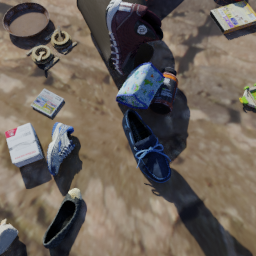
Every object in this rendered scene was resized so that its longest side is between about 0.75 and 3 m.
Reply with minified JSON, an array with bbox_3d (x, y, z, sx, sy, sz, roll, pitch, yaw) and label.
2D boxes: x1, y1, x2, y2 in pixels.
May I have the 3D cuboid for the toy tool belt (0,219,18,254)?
[{"bbox_3d":[-3.424,2.924,7.216,0.674,0.685,1.096,17,59,42],"label":"toy tool belt"}]

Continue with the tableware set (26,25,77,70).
[{"bbox_3d":[-2.755,-2.954,10.004,1.095,0.332,1.656,38,71,16],"label":"tableware set"}]

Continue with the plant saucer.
[{"bbox_3d":[-3.781,-4.009,10.518,1.716,0.296,1.716,0,64,0],"label":"plant saucer"}]

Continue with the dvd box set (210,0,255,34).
[{"bbox_3d":[4.045,-4.232,10.655,1.519,0.223,1.111,-20,67,-9],"label":"dvd box set"}]

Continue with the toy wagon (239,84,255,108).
[{"bbox_3d":[4.123,-1.008,9.181,1.080,0.214,0.838,-18,66,-7],"label":"toy wagon"}]

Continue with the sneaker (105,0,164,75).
[{"bbox_3d":[0.241,-1.991,6.677,1.229,2.129,0.805,11,62,15],"label":"sneaker"}]

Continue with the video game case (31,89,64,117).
[{"bbox_3d":[-2.632,-0.833,9.166,0.814,0.090,0.741,28,68,11],"label":"video game case"}]

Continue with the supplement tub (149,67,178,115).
[{"bbox_3d":[1.177,-1.215,8.968,0.780,0.780,1.458,15,66,7],"label":"supplement tub"}]

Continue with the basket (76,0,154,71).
[{"bbox_3d":[-0.260,-3.508,9.431,2.521,1.901,2.796,-24,70,17],"label":"basket"}]

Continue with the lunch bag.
[{"bbox_3d":[0.282,-1.279,8.742,0.904,1.419,1.207,39,75,-31],"label":"lunch bag"}]

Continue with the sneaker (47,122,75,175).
[{"bbox_3d":[-1.944,0.591,8.237,0.697,0.630,1.636,5,66,-2],"label":"sneaker"}]

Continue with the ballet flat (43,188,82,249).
[{"bbox_3d":[-1.700,2.398,7.464,0.557,0.476,1.677,21,67,9],"label":"ballet flat"}]

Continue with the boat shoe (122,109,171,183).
[{"bbox_3d":[0.425,0.510,8.143,1.002,0.817,2.381,-32,69,-14],"label":"boat shoe"}]

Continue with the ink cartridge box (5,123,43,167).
[{"bbox_3d":[-3.091,0.516,8.340,0.793,0.455,1.092,-21,67,-9],"label":"ink cartridge box"}]
